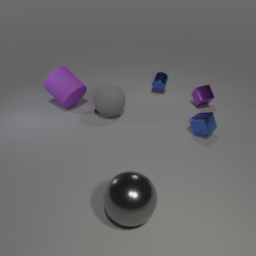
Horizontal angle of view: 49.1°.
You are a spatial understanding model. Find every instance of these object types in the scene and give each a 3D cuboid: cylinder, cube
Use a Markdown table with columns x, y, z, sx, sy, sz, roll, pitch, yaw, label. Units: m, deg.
| x | y | z | sx | sy | sz | roll | pitch | yaw | label |
| --- | --- | --- | --- | --- | --- | --- | --- | --- | --- |
| 1.660 | -2.396 | 14.405 | 0.700 | 0.700 | 0.700 | 11 | 54 | 17 | cylinder |
| -2.867 | -1.866 | 12.889 | 1.400 | 1.400 | 1.400 | 44 | 45 | 9 | cylinder |
| 2.968 | -0.166 | 11.030 | 0.700 | 0.700 | 0.700 | -2 | 23 | 47 | cube |
| 3.482 | -1.506 | 13.066 | 0.700 | 0.700 | 0.700 | -15 | 75 | -9 | cube |

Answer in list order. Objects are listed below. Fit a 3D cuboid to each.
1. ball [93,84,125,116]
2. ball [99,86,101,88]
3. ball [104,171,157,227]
| x | y | z | sx | sy | sz | roll | pitch | yaw | label |
| --- | --- | --- | --- | --- | --- | --- | --- | --- | --- |
| -0.809 | -1.210 | 12.259 | 1.400 | 1.400 | 1.400 | 0 | 32 | 0 | ball |
| -1.184 | -1.742 | 13.837 | 0.700 | 0.700 | 0.700 | 0 | 32 | 0 | ball |
| 0.063 | 1.831 | 7.312 | 1.400 | 1.400 | 1.400 | 0 | 32 | 0 | ball |
